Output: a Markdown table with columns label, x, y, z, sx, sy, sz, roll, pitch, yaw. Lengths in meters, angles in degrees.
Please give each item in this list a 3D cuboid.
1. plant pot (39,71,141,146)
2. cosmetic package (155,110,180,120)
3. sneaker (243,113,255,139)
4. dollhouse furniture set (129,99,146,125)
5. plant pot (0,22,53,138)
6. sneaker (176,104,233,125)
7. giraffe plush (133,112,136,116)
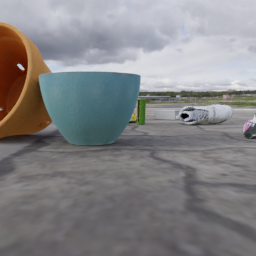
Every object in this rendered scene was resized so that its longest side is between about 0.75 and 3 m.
| label | x | y | z | sx | sy | sz | roll | pitch | yaw |
| --- | --- | --- | --- | --- | --- | --- | --- | --- | --- |
| plant pot | -0.862 | -0.432 | 6.600 | 2.324 | 1.565 | 2.324 | 0 | 5 | 0 |
| cosmetic package | 2.222 | -0.742 | 15.764 | 1.310 | 0.591 | 0.700 | 0 | 4 | 39 |
| sneaker | 3.543 | 0.042 | 7.799 | 0.511 | 0.549 | 1.271 | 34 | 43 | 29 |
| dollhouse furniture set | -0.100 | -0.789 | 13.057 | 1.456 | 1.115 | 2.223 | -1 | 5 | -8 |
| plant pot | -3.238 | -1.035 | 7.749 | 2.989 | 2.989 | 2.092 | 2 | -10 | 21 |
| sneaker | 3.235 | -0.549 | 12.084 | 2.330 | 0.876 | 1.339 | -3 | 3 | 31 |
| giraffe plush | -0.221 | -1.245 | 15.535 | 1.679 | 1.578 | 1.946 | 4 | 7 | 40 |
